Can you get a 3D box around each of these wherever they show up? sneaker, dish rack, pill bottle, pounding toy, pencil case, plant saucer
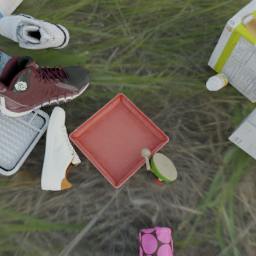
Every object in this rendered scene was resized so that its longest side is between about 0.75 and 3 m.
[{"bbox_3d":[-2.232,-1.407,7.668,2.829,1.634,1.070,-31,65,-27],"label":"sneaker"},{"bbox_3d":[-1.755,0.556,7.697,0.959,0.825,2.265,4,79,-5],"label":"sneaker"},{"bbox_3d":[-3.337,0.198,7.962,1.735,0.440,2.022,28,72,9],"label":"dish rack"},{"bbox_3d":[2.650,-1.361,8.374,0.433,0.433,0.768,45,41,15],"label":"pill bottle"},{"bbox_3d":[0.751,1.116,7.543,1.111,0.515,0.857,29,33,-26],"label":"pounding toy"},{"bbox_3d":[-4.327,-1.148,7.908,1.302,1.081,2.725,43,61,-30],"label":"sneaker"},{"bbox_3d":[-3.133,-2.967,8.513,2.398,1.378,0.901,14,108,8],"label":"sneaker"},{"bbox_3d":[0.639,3.328,6.620,0.877,0.850,1.873,-13,63,32],"label":"pencil case"},{"bbox_3d":[-0.254,0.328,7.950,2.033,0.373,2.029,-41,74,-15],"label":"plant saucer"}]

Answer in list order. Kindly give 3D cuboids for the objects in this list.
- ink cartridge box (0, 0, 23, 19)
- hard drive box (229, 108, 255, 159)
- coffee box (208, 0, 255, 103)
[{"bbox_3d":[-4.434,-4.708,9.581,1.385,0.816,2.405,28,74,10],"label":"ink cartridge box"},{"bbox_3d":[3.591,0.356,7.072,1.652,1.287,0.634,40,73,14],"label":"hard drive box"},{"bbox_3d":[3.899,-2.329,8.080,1.976,1.979,1.957,-41,74,-14],"label":"coffee box"}]
